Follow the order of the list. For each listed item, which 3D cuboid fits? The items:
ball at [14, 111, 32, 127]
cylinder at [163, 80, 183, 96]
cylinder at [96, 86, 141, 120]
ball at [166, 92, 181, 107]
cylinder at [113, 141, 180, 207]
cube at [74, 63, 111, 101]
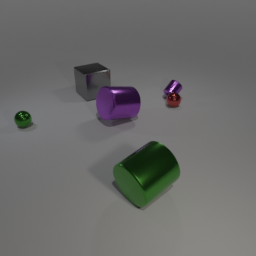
[{"bbox_3d":[-4.380,-0.378,11.682,0.700,0.700,0.700,0,31,0],"label":"ball"},{"bbox_3d":[2.246,-1.927,14.003,0.700,0.700,0.700,30,77,40],"label":"cylinder"},{"bbox_3d":[-0.415,-1.067,11.864,1.400,1.400,1.400,-6,29,-37],"label":"cylinder"},{"bbox_3d":[2.171,-1.345,13.280,0.700,0.700,0.700,0,31,0],"label":"ball"},{"bbox_3d":[0.527,1.296,8.046,1.400,1.400,1.400,-32,42,-29],"label":"cylinder"},{"bbox_3d":[-1.813,-2.396,14.346,1.400,1.400,1.400,-18,35,-27],"label":"cube"}]
